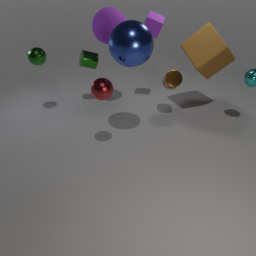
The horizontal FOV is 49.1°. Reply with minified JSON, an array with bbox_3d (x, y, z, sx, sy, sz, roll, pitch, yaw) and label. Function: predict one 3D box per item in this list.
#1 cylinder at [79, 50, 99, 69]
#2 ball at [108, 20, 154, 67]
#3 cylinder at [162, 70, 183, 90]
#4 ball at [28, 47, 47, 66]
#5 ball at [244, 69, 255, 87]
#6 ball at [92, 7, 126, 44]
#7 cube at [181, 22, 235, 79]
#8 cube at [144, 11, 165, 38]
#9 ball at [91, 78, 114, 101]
[{"bbox_3d":[-1.711,-2.981,12.223,0.700,0.700,0.700,7,25,-23],"label":"cylinder"},{"bbox_3d":[0.099,-2.588,8.647,1.400,1.400,1.400,0,30,0],"label":"ball"},{"bbox_3d":[1.811,-1.968,11.476,0.700,0.700,0.700,-2,-1,-3],"label":"cylinder"},{"bbox_3d":[-3.525,-2.775,10.876,0.700,0.700,0.700,0,30,0],"label":"ball"},{"bbox_3d":[4.811,-1.914,10.734,0.700,0.700,0.700,0,30,0],"label":"ball"},{"bbox_3d":[-0.717,-4.023,11.056,1.400,1.400,1.400,0,30,0],"label":"ball"},{"bbox_3d":[3.278,-3.109,11.478,1.400,1.400,1.400,15,45,-56],"label":"cube"},{"bbox_3d":[1.034,-4.239,11.476,0.700,0.700,0.700,22,45,-4],"label":"cube"},{"bbox_3d":[-0.793,-1.196,8.623,0.700,0.700,0.700,0,30,0],"label":"ball"}]
